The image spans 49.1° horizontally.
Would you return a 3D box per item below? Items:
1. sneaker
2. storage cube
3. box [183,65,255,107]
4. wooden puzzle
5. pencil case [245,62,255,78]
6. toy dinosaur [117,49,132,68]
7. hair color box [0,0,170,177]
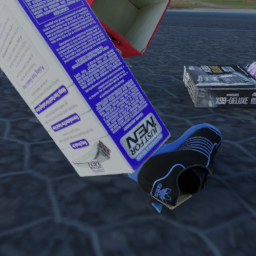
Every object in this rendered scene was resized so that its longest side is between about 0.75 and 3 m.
[{"bbox_3d":[1.251,0.678,5.420,2.680,0.940,1.044,-19,43,-40],"label":"sneaker"},{"bbox_3d":[-0.324,-3.065,7.355,1.757,2.056,1.848,30,-10,-32],"label":"storage cube"},{"bbox_3d":[3.250,-1.553,9.930,2.180,0.688,2.764,1,28,3],"label":"box"},{"bbox_3d":[0.781,1.245,5.157,0.973,0.114,0.656,-15,26,-32],"label":"wooden puzzle"},{"bbox_3d":[4.998,-1.548,9.491,1.064,1.084,2.536,30,22,-22],"label":"pencil case"},{"bbox_3d":[-0.867,-0.990,5.024,2.024,1.035,0.779,-34,28,-12],"label":"toy dinosaur"},{"bbox_3d":[-0.657,-0.541,3.016,0.716,2.210,1.208,-40,13,-34],"label":"hair color box"}]
